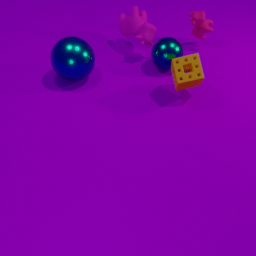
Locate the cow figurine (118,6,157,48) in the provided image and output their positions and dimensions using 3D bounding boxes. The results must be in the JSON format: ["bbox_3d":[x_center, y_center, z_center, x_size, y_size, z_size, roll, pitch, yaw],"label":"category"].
[{"bbox_3d":[0.278,-3.296,9.419,1.460,0.801,1.436,-8,79,44],"label":"cow figurine"}]

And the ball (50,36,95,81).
[{"bbox_3d":[-1.658,-2.079,8.454,1.325,1.325,1.325,0,48,0],"label":"ball"}]

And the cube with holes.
[{"bbox_3d":[1.642,-1.544,7.838,0.716,0.716,0.716,-12,81,4],"label":"cube with holes"}]

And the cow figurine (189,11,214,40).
[{"bbox_3d":[2.400,-3.495,9.527,1.022,1.039,0.570,10,72,-15],"label":"cow figurine"}]

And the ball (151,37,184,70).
[{"bbox_3d":[1.248,-2.367,8.913,1.026,1.026,1.026,0,48,0],"label":"ball"}]
